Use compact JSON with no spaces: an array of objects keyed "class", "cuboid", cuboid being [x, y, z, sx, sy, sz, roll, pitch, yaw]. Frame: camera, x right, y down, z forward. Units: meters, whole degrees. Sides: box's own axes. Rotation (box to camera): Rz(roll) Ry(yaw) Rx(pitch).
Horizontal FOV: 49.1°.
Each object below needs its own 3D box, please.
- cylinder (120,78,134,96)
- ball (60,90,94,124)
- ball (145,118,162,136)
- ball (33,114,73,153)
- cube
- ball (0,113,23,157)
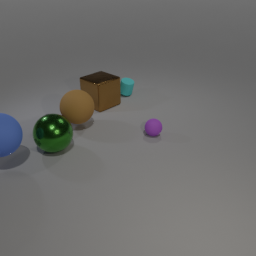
[{"class":"cylinder","cuboid":[-0.071,-2.164,14.662,0.700,0.700,0.700,9,38,-7]},{"class":"ball","cuboid":[-2.070,-0.859,11.408,1.400,1.400,1.400,0,29,0]},{"class":"ball","cuboid":[1.007,-0.028,11.084,0.700,0.700,0.700,0,29,0]},{"class":"ball","cuboid":[-2.666,0.184,9.987,1.400,1.400,1.400,0,29,0]},{"class":"cube","cuboid":[-1.322,-1.797,13.540,1.400,1.400,1.400,25,39,38]},{"class":"ball","cuboid":[-4.070,0.224,8.838,1.400,1.400,1.400,0,29,0]}]
